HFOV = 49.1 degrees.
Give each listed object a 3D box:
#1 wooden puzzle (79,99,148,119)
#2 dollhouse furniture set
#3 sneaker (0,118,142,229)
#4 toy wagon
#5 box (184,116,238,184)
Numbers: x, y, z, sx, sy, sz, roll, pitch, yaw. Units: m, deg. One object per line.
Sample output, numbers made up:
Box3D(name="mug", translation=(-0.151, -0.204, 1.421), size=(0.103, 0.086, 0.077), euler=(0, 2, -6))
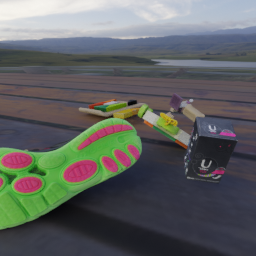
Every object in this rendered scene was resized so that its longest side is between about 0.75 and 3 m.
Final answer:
Box3D(name="wooden puzzle", translation=(-0.494, -0.730, 9.443), size=(1.980, 0.343, 2.934), euler=(-15, 15, -39))
Box3D(name="dollhouse furniture set", translation=(1.773, -0.385, 7.993), size=(0.785, 0.876, 1.106), euler=(-12, 43, -38))
Box3D(name="sneaker", translation=(-1.113, 0.701, 4.043), size=(2.777, 1.066, 1.163), euler=(-14, -16, -21))
Box3D(name="toy wagon", translation=(0.847, 0.010, 5.791), size=(1.400, 0.357, 1.804), euler=(32, 4, 15))
Box3D(name="box", translation=(1.171, 0.333, 4.096), size=(0.533, 0.872, 0.462), euler=(7, 38, 2))
